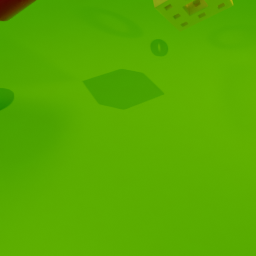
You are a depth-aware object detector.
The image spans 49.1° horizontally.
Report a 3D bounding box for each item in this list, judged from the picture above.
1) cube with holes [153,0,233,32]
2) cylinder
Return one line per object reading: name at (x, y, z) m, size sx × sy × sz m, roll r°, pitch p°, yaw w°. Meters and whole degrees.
cube with holes at (1.419, -3.436, 6.557) m, size 1.397 × 1.397 × 1.397 m, roll -18°, pitch 74°, yaw 31°
cylinder at (-2.591, -3.139, 6.008) m, size 1.214 × 1.214 × 1.214 m, roll -21°, pitch 39°, yaw 24°
